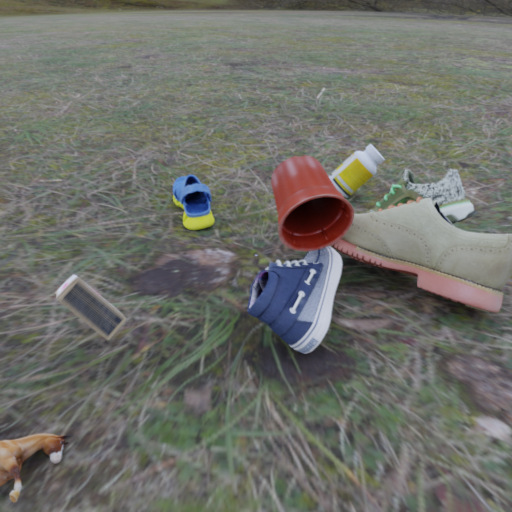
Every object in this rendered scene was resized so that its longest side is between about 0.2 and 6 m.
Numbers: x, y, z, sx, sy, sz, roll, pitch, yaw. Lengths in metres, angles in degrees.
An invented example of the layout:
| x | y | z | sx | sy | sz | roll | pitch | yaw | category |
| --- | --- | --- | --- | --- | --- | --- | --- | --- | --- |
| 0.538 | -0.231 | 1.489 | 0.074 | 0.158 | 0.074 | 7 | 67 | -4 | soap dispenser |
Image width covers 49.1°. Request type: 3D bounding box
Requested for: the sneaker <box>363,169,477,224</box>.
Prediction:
| x | y | z | sx | sy | sz | roll | pitch | yaw | category |
| --- | --- | --- | --- | --- | --- | --- | --- | --- | --- |
| 2.739 | -1.008 | 10.409 | 2.506 | 1.110 | 0.964 | -9 | -1 | 31 | sneaker |

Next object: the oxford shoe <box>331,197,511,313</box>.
| x | y | z | sx | sy | sz | roll | pitch | yaw | category |
| --- | --- | --- | --- | --- | --- | --- | --- | --- | --- |
| 2.395 | -0.366 | 9.222 | 3.670 | 1.355 | 1.299 | 24 | 9 | 28 | oxford shoe |

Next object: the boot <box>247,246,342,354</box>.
| x | y | z | sx | sy | sz | roll | pitch | yaw | category |
| --- | --- | --- | --- | --- | --- | --- | --- | --- | --- |
| 0.595 | 0.326 | 8.433 | 1.084 | 0.873 | 2.401 | 37 | 30 | -11 | boot |

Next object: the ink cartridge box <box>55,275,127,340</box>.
| x | y | z | sx | sy | sz | roll | pitch | yaw | category |
| --- | --- | --- | --- | --- | --- | --- | --- | --- | --- |
| -2.191 | 0.658 | 7.381 | 0.385 | 0.844 | 1.024 | -49 | 16 | -13 | ink cartridge box |

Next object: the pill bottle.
| x | y | z | sx | sy | sz | roll | pitch | yaw | category |
| --- | --- | --- | --- | --- | --- | --- | --- | --- | --- |
| 2.225 | -1.885 | 12.350 | 1.174 | 0.658 | 0.658 | -42 | 19 | 18 | pill bottle |

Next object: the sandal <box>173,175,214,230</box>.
| x | y | z | sx | sy | sz | roll | pitch | yaw | category |
| --- | --- | --- | --- | --- | --- | --- | --- | --- | --- |
| -1.316 | -1.319 | 11.760 | 0.794 | 0.870 | 1.998 | -11 | 30 | -15 | sandal |

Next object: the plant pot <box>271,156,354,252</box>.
| x | y | z | sx | sy | sz | roll | pitch | yaw | category |
| --- | --- | --- | --- | --- | --- | --- | --- | --- | --- |
| 0.791 | -0.892 | 8.876 | 1.196 | 1.196 | 1.163 | -7 | 49 | -11 | plant pot |

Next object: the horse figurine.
| x | y | z | sx | sy | sz | roll | pitch | yaw | category |
| --- | --- | --- | --- | --- | --- | --- | --- | --- | --- |
| -2.992 | 2.282 | 5.763 | 1.866 | 0.466 | 1.236 | -10 | 19 | -5 | horse figurine |
